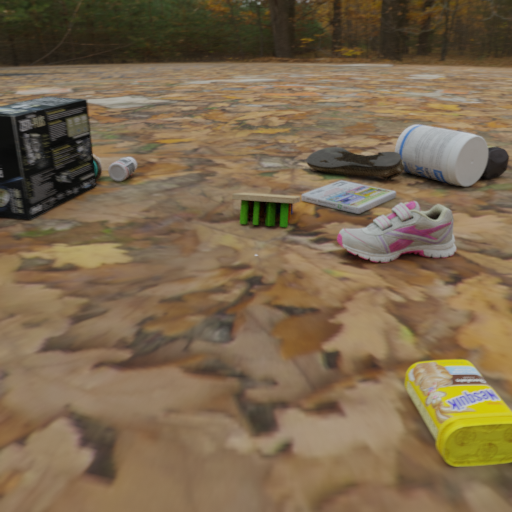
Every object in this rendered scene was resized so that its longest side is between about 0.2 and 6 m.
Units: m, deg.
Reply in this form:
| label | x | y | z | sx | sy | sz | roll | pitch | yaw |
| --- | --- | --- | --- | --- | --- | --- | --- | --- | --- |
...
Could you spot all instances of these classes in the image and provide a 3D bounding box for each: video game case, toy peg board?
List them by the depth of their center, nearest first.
| label | x | y | z | sx | sy | sz | roll | pitch | yaw |
| --- | --- | --- | --- | --- | --- | --- | --- | --- | --- |
| toy peg board | 0.187 | -0.816 | 9.873 | 1.063 | 0.520 | 1.059 | 5 | 8 | 9 |
| video game case | 1.818 | -1.166 | 10.963 | 1.298 | 0.157 | 1.426 | 18 | 28 | 37 |

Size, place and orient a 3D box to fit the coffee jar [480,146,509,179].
| label | x | y | z | sx | sy | sz | roll | pitch | yaw |
| --- | --- | --- | --- | --- | --- | --- | --- | --- | --- |
| coffee jar | 4.857 | -2.234 | 12.788 | 0.845 | 0.691 | 1.620 | -12 | 25 | -30 |

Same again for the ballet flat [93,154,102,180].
| label | x | y | z | sx | sy | sz | roll | pitch | yaw |
| --- | --- | --- | --- | --- | --- | --- | --- | --- | --- |
| ballet flat | -3.914 | -2.090 | 12.598 | 1.893 | 0.644 | 0.637 | 18 | 20 | 34 |

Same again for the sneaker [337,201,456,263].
| label | x | y | z | sx | sy | sz | roll | pitch | yaw |
| --- | --- | --- | --- | --- | --- | --- | --- | --- | --- |
| sneaker | 2.103 | -0.420 | 8.347 | 1.847 | 0.815 | 0.751 | -5 | 23 | -11 |

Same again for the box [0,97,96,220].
| label | x | y | z | sx | sy | sz | roll | pitch | yaw |
| --- | --- | --- | --- | --- | --- | --- | --- | --- | --- |
| box | -4.104 | -1.914 | 10.552 | 0.971 | 1.847 | 2.255 | 7 | 24 | 14 |

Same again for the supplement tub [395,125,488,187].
| label | x | y | z | sx | sy | sz | roll | pitch | yaw |
| --- | --- | --- | --- | --- | --- | --- | --- | --- | --- |
| supplement tub | 3.993 | -2.209 | 12.209 | 1.119 | 1.119 | 1.697 | -14 | 26 | -30 |

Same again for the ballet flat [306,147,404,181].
| label | x | y | z | sx | sy | sz | roll | pitch | yaw |
| --- | --- | --- | --- | --- | --- | --- | --- | --- | --- |
| ballet flat | 2.209 | -2.043 | 12.685 | 2.350 | 0.545 | 0.792 | 9 | 53 | 33 |

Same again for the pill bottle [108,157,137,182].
| label | x | y | z | sx | sy | sz | roll | pitch | yaw |
| --- | --- | --- | --- | --- | --- | --- | --- | --- | --- |
| pill bottle | -2.943 | -1.939 | 12.433 | 0.429 | 0.429 | 0.740 | 4 | 23 | 10 |

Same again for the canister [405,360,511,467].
| label | x | y | z | sx | sy | sz | roll | pitch | yaw |
| --- | --- | --- | --- | --- | --- | --- | --- | --- | --- |
| canister | 1.756 | 1.306 | 4.816 | 0.710 | 0.414 | 0.956 | -2 | 22 | -5 |
